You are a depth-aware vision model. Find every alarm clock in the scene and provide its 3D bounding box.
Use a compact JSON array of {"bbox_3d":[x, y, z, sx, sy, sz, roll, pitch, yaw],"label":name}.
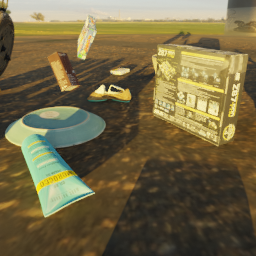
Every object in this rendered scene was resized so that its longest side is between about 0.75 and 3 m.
[{"bbox_3d":[-3.057,-2.109,6.397,0.775,2.327,1.570,13,-15,-11],"label":"alarm clock"}]

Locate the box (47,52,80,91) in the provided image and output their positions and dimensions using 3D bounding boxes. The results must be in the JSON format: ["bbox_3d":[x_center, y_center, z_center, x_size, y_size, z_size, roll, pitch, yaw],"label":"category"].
[{"bbox_3d":[-1.367,-1.206,6.001,0.294,0.784,0.393,-24,1,22],"label":"box"}]

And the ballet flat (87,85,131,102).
[{"bbox_3d":[-0.728,-1.343,10.774,1.713,0.620,0.581,3,23,7],"label":"ballet flat"}]

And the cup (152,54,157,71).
[{"bbox_3d":[2.064,-2.732,13.173,1.855,1.327,1.855,-1,23,1],"label":"cup"}]

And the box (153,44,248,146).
[{"bbox_3d":[1.822,-1.084,7.945,0.703,2.306,2.862,-13,25,-29],"label":"box"}]

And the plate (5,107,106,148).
[{"bbox_3d":[-2.111,-0.174,8.279,2.874,0.367,2.874,0,23,0],"label":"plate"}]

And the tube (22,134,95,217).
[{"bbox_3d":[-1.575,0.859,5.640,0.909,0.592,2.349,-26,36,-22],"label":"tube"}]

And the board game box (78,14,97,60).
[{"bbox_3d":[-1.252,-2.762,8.450,0.232,0.909,1.344,18,34,-22],"label":"board game box"}]

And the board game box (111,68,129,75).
[{"bbox_3d":[-0.446,-3.221,15.916,0.664,0.169,0.987,11,25,26],"label":"board game box"}]
